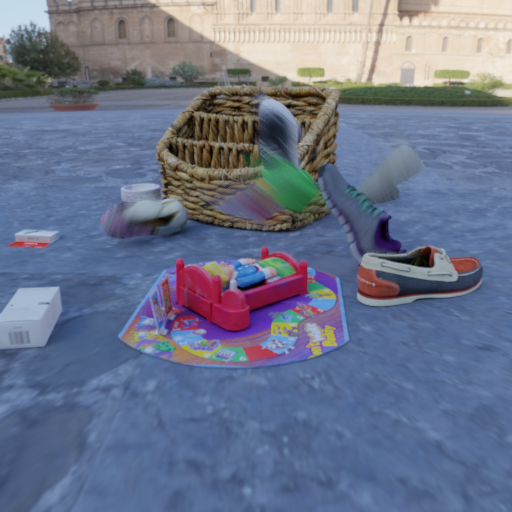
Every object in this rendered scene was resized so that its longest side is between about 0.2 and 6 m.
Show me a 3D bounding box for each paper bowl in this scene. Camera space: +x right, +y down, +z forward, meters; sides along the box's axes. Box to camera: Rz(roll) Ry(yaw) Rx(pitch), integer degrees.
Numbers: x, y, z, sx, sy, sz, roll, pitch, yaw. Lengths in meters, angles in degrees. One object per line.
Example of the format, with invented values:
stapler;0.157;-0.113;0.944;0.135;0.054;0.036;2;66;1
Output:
paper bowl;-3.115;-1.607;15.193;1.060;0.551;1.060;0;19;0

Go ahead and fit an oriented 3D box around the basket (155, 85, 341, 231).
basket;-0.383;-2.593;14.013;4.296;3.200;3.066;13;23;31

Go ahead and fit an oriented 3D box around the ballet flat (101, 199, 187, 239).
ballet flat;-2.191;-0.894;12.159;0.883;0.858;2.481;-33;-12;36

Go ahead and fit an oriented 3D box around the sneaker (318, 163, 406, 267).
sneaker;1.954;-0.851;10.225;0.932;2.130;0.793;-28;0;39

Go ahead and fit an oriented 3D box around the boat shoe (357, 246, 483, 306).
boat shoe;2.823;0.237;9.444;2.567;0.803;0.914;-7;18;-23

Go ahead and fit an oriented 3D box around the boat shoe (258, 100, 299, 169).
boat shoe;0.383;-2.092;11.086;0.738;2.059;0.698;15;57;19

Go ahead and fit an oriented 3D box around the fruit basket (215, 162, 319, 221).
fruit basket;0.227;-1.116;10.286;1.546;0.725;1.432;-21;-18;33

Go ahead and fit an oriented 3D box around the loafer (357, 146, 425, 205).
loafer;2.504;-1.326;11.124;0.687;1.968;0.688;46;45;6

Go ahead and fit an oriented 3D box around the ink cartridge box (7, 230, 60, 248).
ink cartridge box;-4.844;-0.374;12.176;0.856;0.186;0.743;3;18;9

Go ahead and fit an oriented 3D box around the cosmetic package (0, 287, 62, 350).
cosmetic package;-3.266;0.871;8.120;0.632;0.460;1.243;-3;20;-8

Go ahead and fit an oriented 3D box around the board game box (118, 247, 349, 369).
board game box;-0.224;0.403;8.944;3.271;0.806;4.140;1;19;5
